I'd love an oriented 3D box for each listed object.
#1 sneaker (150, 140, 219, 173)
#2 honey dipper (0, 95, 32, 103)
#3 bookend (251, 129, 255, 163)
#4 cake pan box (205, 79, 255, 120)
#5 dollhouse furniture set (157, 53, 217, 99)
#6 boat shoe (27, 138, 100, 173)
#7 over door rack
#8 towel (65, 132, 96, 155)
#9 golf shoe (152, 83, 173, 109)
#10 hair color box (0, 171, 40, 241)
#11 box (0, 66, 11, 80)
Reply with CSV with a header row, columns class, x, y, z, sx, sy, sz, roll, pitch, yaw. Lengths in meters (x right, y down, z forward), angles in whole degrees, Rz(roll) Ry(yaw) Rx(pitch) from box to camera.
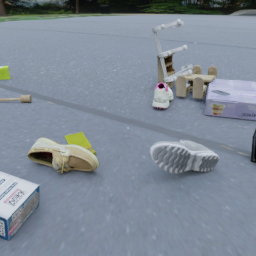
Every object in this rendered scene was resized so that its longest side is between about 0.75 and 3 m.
class,x,y,z,sx,sy,sz,roll,pitch,yaw
sneaker,1.180,0.592,6.312,1.768,0.661,0.725,13,22,-31
honey dipper,-4.339,-1.052,10.366,1.507,0.286,0.286,-3,27,2
bookend,3.357,0.471,6.505,0.846,0.841,0.390,13,47,30
cake pan box,4.115,-1.050,9.881,2.628,0.687,2.420,7,30,13
dollhouse furniture set,2.329,-2.219,11.129,2.149,1.427,1.883,11,28,30
boat shoe,-1.526,0.737,6.486,1.805,0.668,0.599,10,39,25
over door rack,2.052,-3.227,11.392,0.966,2.143,2.901,-6,18,30
towel,-1.307,0.438,7.553,0.555,0.116,1.289,-10,28,-21
golf shoe,1.323,-1.333,10.275,0.685,0.832,1.818,5,26,11
hair color box,-2.730,1.232,5.161,1.915,0.579,0.958,16,30,11
box,-5.938,-2.500,12.820,0.954,0.582,0.227,-7,33,-15
